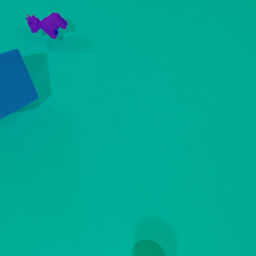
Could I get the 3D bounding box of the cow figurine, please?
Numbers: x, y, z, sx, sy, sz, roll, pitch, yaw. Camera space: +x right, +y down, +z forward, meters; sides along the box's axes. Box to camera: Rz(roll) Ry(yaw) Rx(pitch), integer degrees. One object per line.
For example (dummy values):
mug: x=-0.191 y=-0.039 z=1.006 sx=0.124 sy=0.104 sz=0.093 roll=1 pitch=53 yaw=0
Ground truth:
cow figurine: x=-2.119 y=-2.721 z=7.219 sx=0.878 sy=0.864 sz=0.482 roll=-34 pitch=34 yaw=26

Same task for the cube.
cube: x=-3.045 y=-0.938 z=6.303 sx=1.216 sy=1.216 sz=1.216 roll=-5 pitch=115 yaw=30
